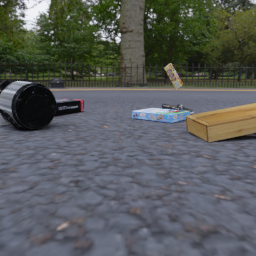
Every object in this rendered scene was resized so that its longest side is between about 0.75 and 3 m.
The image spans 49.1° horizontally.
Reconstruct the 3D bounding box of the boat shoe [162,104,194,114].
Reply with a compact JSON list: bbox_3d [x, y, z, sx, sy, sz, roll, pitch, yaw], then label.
[{"bbox_3d":[2.351,-0.917,13.324,1.528,0.461,0.565,4,11,22],"label":"boat shoe"}]

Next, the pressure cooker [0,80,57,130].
[{"bbox_3d":[-3.484,-0.788,9.504,1.797,1.580,1.605,14,14,43],"label":"pressure cooker"}]

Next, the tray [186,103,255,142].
[{"bbox_3d":[3.372,-0.275,8.267,2.937,0.544,1.449,-11,14,-9],"label":"tray"}]

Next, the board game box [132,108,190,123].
[{"bbox_3d":[1.359,-0.542,11.555,1.925,0.352,1.456,8,13,40],"label":"board game box"}]

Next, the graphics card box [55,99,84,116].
[{"bbox_3d":[-3.445,-0.995,13.264,1.571,0.637,2.504,6,11,27],"label":"graphics card box"}]

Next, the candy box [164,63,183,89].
[{"bbox_3d":[1.673,-1.900,10.255,0.256,0.907,0.529,-29,10,23],"label":"candy box"}]

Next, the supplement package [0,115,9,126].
[{"bbox_3d":[-4.851,-0.687,10.539,1.396,0.994,1.793,5,12,27],"label":"supplement package"}]

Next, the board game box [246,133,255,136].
[{"bbox_3d":[4.221,-0.001,8.662,1.524,0.314,1.520,5,11,27],"label":"board game box"}]
